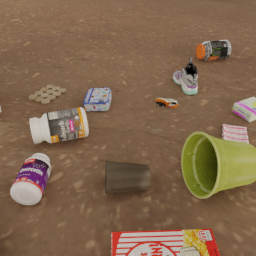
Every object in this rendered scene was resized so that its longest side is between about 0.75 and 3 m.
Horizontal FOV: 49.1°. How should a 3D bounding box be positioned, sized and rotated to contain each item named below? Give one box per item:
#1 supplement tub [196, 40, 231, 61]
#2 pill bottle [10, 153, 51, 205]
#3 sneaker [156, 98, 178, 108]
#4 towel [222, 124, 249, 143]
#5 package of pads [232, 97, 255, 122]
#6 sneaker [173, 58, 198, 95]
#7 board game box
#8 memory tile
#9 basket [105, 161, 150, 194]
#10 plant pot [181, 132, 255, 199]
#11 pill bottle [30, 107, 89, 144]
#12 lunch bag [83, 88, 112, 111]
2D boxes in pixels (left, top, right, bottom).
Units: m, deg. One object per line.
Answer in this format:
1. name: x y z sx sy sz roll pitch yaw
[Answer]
1. supplement tub: 4.276 -3.899 14.066 1.539 0.943 0.943 -7 36 -11
2. pill bottle: -2.375 1.227 7.020 0.727 0.727 1.292 1 35 1
3. sneaker: 1.459 -0.978 10.544 0.845 0.320 0.388 15 30 8
4. towel: 3.429 0.208 8.948 0.784 0.160 1.071 9 36 12
5. package of pads: 4.405 -0.685 10.016 1.124 0.383 0.868 -17 40 -24
6. sneaker: 2.429 -2.321 11.529 0.716 1.289 1.843 -9 36 -13
7. board game box: 0.712 2.692 5.160 2.057 0.476 1.558 -2 35 -2
8. memory tile: -3.202 -1.356 11.198 1.016 0.111 1.326 17 40 23
9. basket: -0.024 1.226 7.049 1.099 0.747 0.991 1 21 -6
10. plant pot: 2.380 0.888 6.983 1.481 1.611 1.611 0 34 -19
11. pill bottle: -2.104 -0.053 8.632 1.650 0.960 0.960 -11 37 -14
12. lunch bag: -1.152 -1.080 10.508 1.012 0.477 1.263 1 34 4
